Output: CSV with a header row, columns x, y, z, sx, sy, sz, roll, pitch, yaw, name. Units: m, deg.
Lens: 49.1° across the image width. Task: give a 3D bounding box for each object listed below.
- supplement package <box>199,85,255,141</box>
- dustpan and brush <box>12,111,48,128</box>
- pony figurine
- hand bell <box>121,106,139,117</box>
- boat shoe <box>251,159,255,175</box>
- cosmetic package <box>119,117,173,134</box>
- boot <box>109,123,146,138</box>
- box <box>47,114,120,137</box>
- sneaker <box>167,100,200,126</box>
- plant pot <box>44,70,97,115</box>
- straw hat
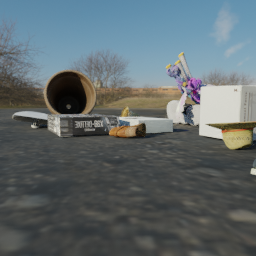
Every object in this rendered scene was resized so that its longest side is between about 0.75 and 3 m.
x,y,z,sx,sy,sz,roll,pitch,yaw,name
3.611,-0.496,8.286,2.682,1.525,1.469,-2,7,-29,supplement package
-3.850,-0.299,11.827,1.714,0.703,2.456,9,9,-16,dustpan and brush
2.696,-1.820,12.232,2.118,2.543,2.455,-29,16,29,pony figurine
0.619,-0.295,11.693,1.723,0.897,0.897,11,1,-21,hand bell
2.691,0.330,3.877,2.279,0.705,0.853,-2,6,-16,boat shoe
0.411,-0.124,10.010,1.476,0.506,1.958,0,4,-33,cosmetic package
0.026,0.069,8.462,0.876,0.417,1.133,-2,1,25,boot
-1.612,-0.151,9.596,1.918,0.605,2.432,-2,6,-25,box
3.148,-0.702,13.385,1.651,1.095,2.902,-2,11,-25,sneaker
-3.319,-1.550,15.842,2.784,2.784,2.428,-2,-12,-17,plant pot
2.422,0.165,6.199,1.425,0.603,1.425,-4,1,0,straw hat
